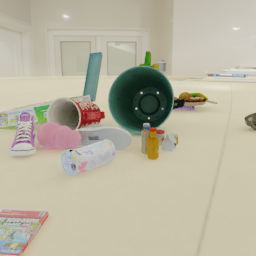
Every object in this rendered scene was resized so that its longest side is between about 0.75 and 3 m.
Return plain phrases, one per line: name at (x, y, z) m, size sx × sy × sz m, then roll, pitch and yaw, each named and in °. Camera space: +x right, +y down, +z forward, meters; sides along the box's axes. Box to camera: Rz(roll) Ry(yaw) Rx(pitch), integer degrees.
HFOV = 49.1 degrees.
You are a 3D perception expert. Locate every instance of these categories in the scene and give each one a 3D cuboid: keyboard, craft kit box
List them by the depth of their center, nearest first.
keyboard at (1.997, -0.967, 11.411) m, size 0.186 × 0.490 × 0.941 m, roll 27°, pitch -22°, yaw -32°
craft kit box at (-3.410, -0.727, 11.580) m, size 2.920 × 0.708 × 2.884 m, roll -7°, pitch 13°, yaw 18°

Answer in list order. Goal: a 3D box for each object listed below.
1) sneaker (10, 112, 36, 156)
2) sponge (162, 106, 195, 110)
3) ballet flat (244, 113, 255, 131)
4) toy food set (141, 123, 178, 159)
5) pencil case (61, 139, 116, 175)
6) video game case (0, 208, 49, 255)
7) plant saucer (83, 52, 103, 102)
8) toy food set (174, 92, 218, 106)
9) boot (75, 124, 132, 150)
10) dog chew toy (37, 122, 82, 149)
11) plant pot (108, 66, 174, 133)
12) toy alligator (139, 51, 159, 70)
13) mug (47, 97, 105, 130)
sneaker at (-3.056, 0.122, 8.136) m, size 0.684 × 1.075 × 1.886 m, roll -3°, pitch 15°, yaw -17°
sponge at (2.524, -1.322, 15.678) m, size 2.359 × 0.352 × 1.316 m, roll 2°, pitch 15°, yaw 10°
ballet flat at (5.563, -0.257, 10.913) m, size 2.618 × 0.607 × 0.882 m, roll -3°, pitch -25°, yaw -31°
toy food set at (0.884, 0.229, 8.183) m, size 0.870 × 0.820 × 1.823 m, roll 9°, pitch 16°, yaw 33°
pencil case at (-0.935, 0.673, 6.771) m, size 0.573 × 0.625 × 1.378 m, roll 11°, pitch 17°, yaw 42°
video game case at (-1.791, 1.557, 4.207) m, size 0.825 × 0.101 × 1.155 m, roll 1°, pitch 14°, yaw 5°
plant saucer at (-1.637, -2.345, 13.021) m, size 0.822 × 2.350 × 0.223 m, roll 6°, pitch -3°, yaw 39°
toy food set at (3.248, -1.559, 14.806) m, size 2.664 × 0.535 × 1.839 m, roll -7°, pitch 16°, yaw -25°
boot at (-0.699, 0.162, 8.656) m, size 1.949 × 0.717 × 0.931 m, roll 4°, pitch 20°, yaw 19°
dog chew toy at (-1.989, 0.271, 8.269) m, size 1.292 × 0.804 × 0.804 m, roll 9°, pitch 14°, yaw 7°
plant pot at (0.629, -0.964, 10.456) m, size 2.313 × 2.313 × 1.856 m, roll 3°, pitch 0°, yaw 14°
toy alligator at (0.823, -1.817, 11.761) m, size 0.792 × 2.671 × 0.725 m, roll 10°, pitch 29°, yaw 30°
mug at (-1.605, -0.318, 9.813) m, size 1.676 × 1.259 × 1.888 m, roll 27°, pitch 11°, yaw 15°
